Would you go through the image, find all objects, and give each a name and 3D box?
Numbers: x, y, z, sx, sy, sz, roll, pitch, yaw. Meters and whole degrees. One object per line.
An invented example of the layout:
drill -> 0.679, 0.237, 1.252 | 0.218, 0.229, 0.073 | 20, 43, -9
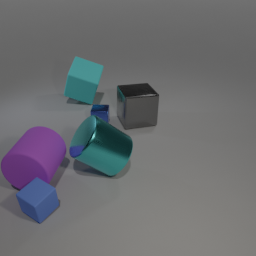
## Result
cube -> -2.089, -2.233, 13.214 | 1.400, 1.400, 1.400 | 17, 49, -9
cylinder -> -0.808, 0.540, 8.460 | 1.400, 1.400, 1.400 | 32, 15, -28
cube -> 0.368, -0.943, 11.661 | 1.400, 1.400, 1.400 | -7, 30, -14
cylinder -> -2.692, 0.883, 8.168 | 1.400, 1.400, 1.400 | 4, 32, 8
cube -> -1.149, -0.524, 11.665 | 0.700, 0.700, 0.700 | 1, 29, 2
cube -> -2.298, 1.842, 7.178 | 0.700, 0.700, 0.700 | 22, 43, 26
